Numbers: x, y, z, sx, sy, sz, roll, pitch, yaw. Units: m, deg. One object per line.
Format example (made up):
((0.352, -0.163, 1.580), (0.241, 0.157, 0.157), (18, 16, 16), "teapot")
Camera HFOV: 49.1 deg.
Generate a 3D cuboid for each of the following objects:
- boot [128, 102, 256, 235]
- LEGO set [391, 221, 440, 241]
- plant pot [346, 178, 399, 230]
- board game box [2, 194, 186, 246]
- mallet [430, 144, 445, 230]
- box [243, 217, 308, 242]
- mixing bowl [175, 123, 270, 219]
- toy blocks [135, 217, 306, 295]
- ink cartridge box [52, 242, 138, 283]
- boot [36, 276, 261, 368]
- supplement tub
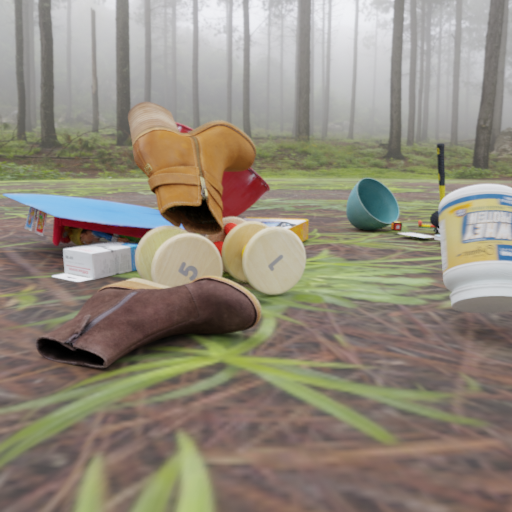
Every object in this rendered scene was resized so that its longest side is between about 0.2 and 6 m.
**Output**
((-0.717, -1.216, 8.522), (0.957, 1.937, 2.495), (-37, -31, 27), "boot")
((4.302, -0.659, 12.814), (1.786, 0.587, 2.391), (-3, 11, -33), "LEGO set")
((2.820, -1.174, 14.232), (1.342, 1.342, 0.904), (-8, -24, -37), "plant pot")
((-2.936, -0.520, 11.005), (3.181, 0.784, 4.026), (2, 12, -43), "board game box")
((4.113, -1.451, 12.235), (0.401, 1.947, 0.641), (-12, 26, -9), "mallet")
((0.044, -0.421, 11.633), (1.492, 0.520, 2.506), (4, 13, 21), "box")
((-1.118, -1.538, 11.890), (2.521, 1.365, 2.521), (34, -3, 2), "mixing bowl")
((-0.781, -0.057, 8.281), (2.142, 0.933, 2.570), (-5, 10, -22), "toy blocks")
((-2.535, 0.075, 8.949), (0.736, 0.424, 1.271), (7, 12, 35), "ink cartridge box")
((-0.987, 0.714, 5.429), (1.773, 0.641, 1.475), (6, 23, 22), "boot")
((2.410, -0.057, 5.927), (0.866, 1.198, 0.866), (2, -19, 1), "supplement tub")
